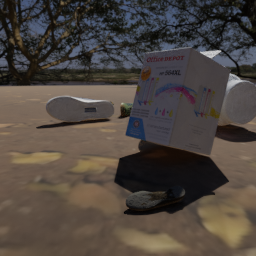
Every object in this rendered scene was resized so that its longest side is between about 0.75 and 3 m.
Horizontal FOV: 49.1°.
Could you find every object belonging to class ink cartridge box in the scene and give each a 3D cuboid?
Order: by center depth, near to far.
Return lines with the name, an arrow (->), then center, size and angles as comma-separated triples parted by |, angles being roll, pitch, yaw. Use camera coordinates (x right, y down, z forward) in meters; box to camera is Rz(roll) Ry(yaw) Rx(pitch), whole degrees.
ink cartridge box -> 1.069, -0.670, 5.974 | 1.349, 2.155, 1.385 | 13, -1, -38

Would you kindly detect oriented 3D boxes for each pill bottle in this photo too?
pill bottle -> 3.014, -1.037, 9.742 | 1.766, 1.766, 2.953 | -3, 12, -18

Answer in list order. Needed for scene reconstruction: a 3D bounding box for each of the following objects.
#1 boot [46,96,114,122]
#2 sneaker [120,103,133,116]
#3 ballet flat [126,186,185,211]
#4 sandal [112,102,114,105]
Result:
boot -> -1.911, -0.685, 10.649 | 2.618, 0.952, 1.183 | 3, 1, -32
sneaker -> 0.127, -0.841, 11.985 | 0.723, 0.540, 1.610 | -3, 7, 8
ballet flat -> 0.363, 0.939, 3.666 | 0.821, 0.190, 0.277 | -9, 46, -17
sandal -> -1.001, -1.388, 15.852 | 0.301, 0.203, 0.750 | 3, 11, 17
